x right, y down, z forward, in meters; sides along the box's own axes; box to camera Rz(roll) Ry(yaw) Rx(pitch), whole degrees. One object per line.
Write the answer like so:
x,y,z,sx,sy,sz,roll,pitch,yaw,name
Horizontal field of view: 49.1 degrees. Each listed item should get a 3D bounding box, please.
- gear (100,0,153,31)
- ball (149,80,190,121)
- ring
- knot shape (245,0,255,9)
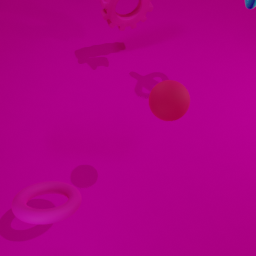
-0.021,-3.884,8.823,1.697,1.697,0.314,-16,60,-9,gear
0.706,-0.466,4.805,0.704,0.704,0.704,0,60,0,ball
-1.676,1.517,5.841,1.401,0.280,1.401,2,17,-1,ring
2.721,-3.538,6.348,0.683,1.479,1.384,-42,90,0,knot shape
